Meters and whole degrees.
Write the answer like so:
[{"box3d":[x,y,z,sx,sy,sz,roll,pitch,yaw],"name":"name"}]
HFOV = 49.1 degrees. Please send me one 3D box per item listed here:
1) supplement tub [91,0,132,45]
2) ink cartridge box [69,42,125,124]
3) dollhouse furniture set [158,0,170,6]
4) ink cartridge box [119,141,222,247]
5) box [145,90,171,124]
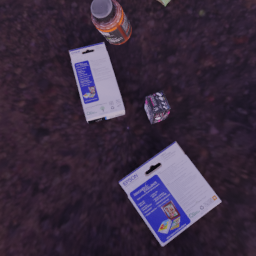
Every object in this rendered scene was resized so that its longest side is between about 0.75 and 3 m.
[{"box3d":[-0.418,-2.637,6.868,0.776,1.451,0.776,-1,87,13],"name":"supplement tub"},{"box3d":[-1.000,-1.454,8.930,1.236,0.487,2.485,-15,75,-4],"name":"ink cartridge box"},{"box3d":[0.751,-5.595,9.842,2.459,0.949,1.229,35,77,6],"name":"dollhouse furniture set"},{"box3d":[1.165,1.819,7.974,2.079,0.494,2.104,-34,75,-8],"name":"ink cartridge box"},{"box3d":[0.853,-0.601,8.413,0.555,0.967,0.639,-20,75,-6],"name":"box"}]
